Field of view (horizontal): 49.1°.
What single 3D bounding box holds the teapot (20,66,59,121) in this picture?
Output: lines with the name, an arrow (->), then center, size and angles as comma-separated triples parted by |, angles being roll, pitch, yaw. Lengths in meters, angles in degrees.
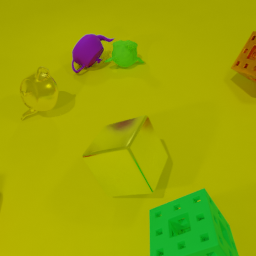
teapot -> -2.568, -0.945, 7.835 | 1.146, 1.844, 0.903 | 44, 36, 20

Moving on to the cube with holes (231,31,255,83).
cube with holes -> 4.157, -1.941, 8.260 | 1.249, 1.249, 1.249 | 23, 15, -21

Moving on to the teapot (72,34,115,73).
teapot -> -1.251, -2.605, 9.554 | 0.914, 1.161, 1.867 | 41, 78, -2

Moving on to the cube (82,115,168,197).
cube -> -0.018, 0.627, 6.181 | 1.214, 1.214, 1.214 | -13, 27, 32

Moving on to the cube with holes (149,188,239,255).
cube with holes -> 1.115, 1.949, 4.730 | 1.103, 1.103, 1.103 | -28, 27, 19

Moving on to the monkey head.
monkey head -> -0.041, -2.507, 9.459 | 1.465, 0.883, 1.054 | -5, 16, -23
